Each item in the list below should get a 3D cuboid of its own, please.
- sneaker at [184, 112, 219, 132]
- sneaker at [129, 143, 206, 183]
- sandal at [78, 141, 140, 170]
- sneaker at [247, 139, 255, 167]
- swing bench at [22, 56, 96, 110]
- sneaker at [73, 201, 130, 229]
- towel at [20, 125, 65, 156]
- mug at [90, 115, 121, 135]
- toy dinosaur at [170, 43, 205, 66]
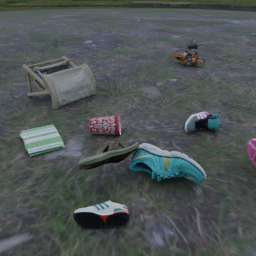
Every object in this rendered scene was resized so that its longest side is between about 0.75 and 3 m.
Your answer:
[{"bbox_3d":[2.794,-0.146,10.099,1.563,0.654,0.944,-24,27,-38],"label":"sneaker"},{"bbox_3d":[1.057,1.152,7.789,2.210,0.857,0.880,12,49,31],"label":"sneaker"},{"bbox_3d":[-0.465,0.627,7.574,1.946,0.773,0.555,-10,67,-39],"label":"sandal"},{"bbox_3d":[4.493,1.002,7.799,1.028,0.867,2.351,-17,37,-29],"label":"sneaker"},{"bbox_3d":[-3.084,-2.152,12.785,2.330,1.512,2.318,24,37,36],"label":"swing bench"},{"bbox_3d":[-0.610,1.980,6.525,1.280,0.450,0.598,-1,15,-2],"label":"sneaker"},{"bbox_3d":[-2.944,0.389,9.572,1.235,0.189,1.619,-14,31,-24],"label":"towel"},{"bbox_3d":[-0.789,-0.033,10.034,1.043,0.926,0.696,-3,65,4],"label":"mug"},{"bbox_3d":[3.775,-4.536,17.621,2.325,1.188,1.578,35,57,15],"label":"toy dinosaur"}]
